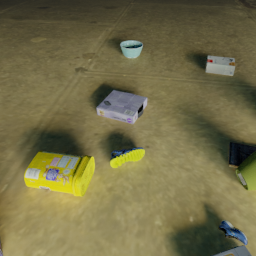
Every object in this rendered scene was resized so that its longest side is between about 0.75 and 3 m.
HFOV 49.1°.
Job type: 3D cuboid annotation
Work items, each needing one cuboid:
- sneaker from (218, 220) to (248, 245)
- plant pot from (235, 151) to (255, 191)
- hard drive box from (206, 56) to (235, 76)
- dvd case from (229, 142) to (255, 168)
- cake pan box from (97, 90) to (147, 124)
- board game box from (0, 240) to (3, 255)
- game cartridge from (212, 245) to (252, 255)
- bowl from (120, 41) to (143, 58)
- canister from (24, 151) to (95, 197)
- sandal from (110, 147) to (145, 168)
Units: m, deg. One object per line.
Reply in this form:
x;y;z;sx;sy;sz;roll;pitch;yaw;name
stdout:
2.557;2.612;6.853;0.341;0.300;0.765;-35;42;-24;sneaker
3.902;1.186;7.988;1.445;1.352;1.352;-26;40;2;plant pot
4.701;-3.195;14.287;1.358;0.522;1.059;8;37;11;hard drive box
4.090;0.996;9.071;1.570;0.125;1.168;11;38;14;dvd case
-0.184;-0.887;11.320;1.670;0.437;1.538;14;41;18;cake pan box
-4.439;2.511;6.596;2.503;0.710;2.069;-16;42;-20;board game box
2.135;3.240;5.975;1.630;0.339;1.086;-12;34;-15;game cartridge
0.204;-4.372;15.720;1.283;0.671;1.283;0;38;0;bowl
-1.974;1.284;8.201;1.699;0.735;1.262;7;38;11;canister
-0.054;0.841;9.011;1.240;0.493;0.540;-13;35;-18;sandal
